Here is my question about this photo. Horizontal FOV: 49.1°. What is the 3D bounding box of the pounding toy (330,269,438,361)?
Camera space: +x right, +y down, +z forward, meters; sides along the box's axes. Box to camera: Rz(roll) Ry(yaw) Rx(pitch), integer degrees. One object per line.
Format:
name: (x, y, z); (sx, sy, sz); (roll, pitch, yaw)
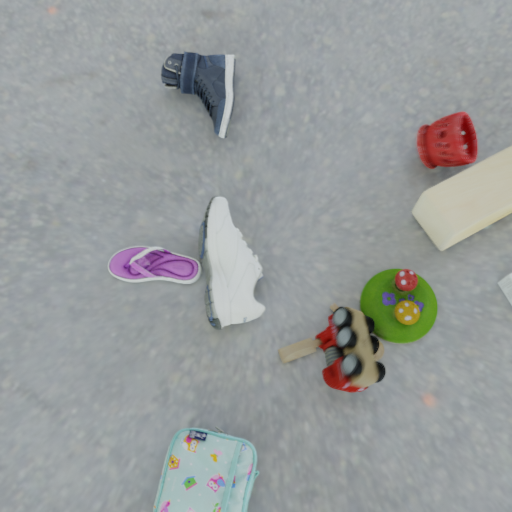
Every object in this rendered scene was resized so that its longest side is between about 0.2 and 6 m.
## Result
pounding toy: (2.256, 0.821, 9.191); (1.693, 0.785, 1.306); (-29, 72, -11)

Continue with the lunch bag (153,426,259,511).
lunch bag: (-0.713, 3.428, 8.272); (1.389, 0.668, 1.732); (12, 70, 4)

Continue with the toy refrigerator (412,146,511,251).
toy refrigerator: (4.064, -1.093, 9.900); (2.411, 0.843, 0.915); (-27, 70, -12)

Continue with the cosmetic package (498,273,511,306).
cosmetic package: (4.516, 0.544, 9.459); (0.479, 0.479, 0.581); (-24, 71, -9)

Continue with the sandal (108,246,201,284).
sandal: (-1.759, 0.111, 9.665); (1.625, 0.399, 0.661); (3, 69, 1)

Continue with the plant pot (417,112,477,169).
plant pot: (3.419, -2.036, 10.107); (0.854, 0.938, 0.938); (-10, 64, 37)

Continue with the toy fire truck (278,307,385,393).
toy fire truck: (1.150, 1.594, 8.899); (0.902, 1.401, 1.233); (21, 47, -34)

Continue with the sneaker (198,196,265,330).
sneaker: (-0.441, 0.088, 9.562); (1.011, 0.865, 2.321); (-4, 76, -14)

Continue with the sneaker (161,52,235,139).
sneaker: (-1.113, -3.076, 10.612); (1.415, 0.745, 1.958); (4, 59, -10)
